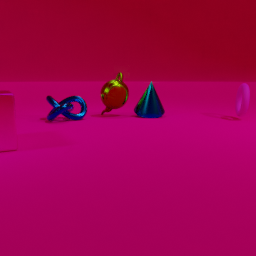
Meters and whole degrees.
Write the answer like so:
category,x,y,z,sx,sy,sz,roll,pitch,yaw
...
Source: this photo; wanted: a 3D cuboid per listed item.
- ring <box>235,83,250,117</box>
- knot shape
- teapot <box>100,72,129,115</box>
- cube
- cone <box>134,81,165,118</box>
category,x,y,z,sx,sy,sz,roll,pitch,yaw
ring,4.206,-1.017,10.309,0.250,1.248,1.248,5,11,9
knot shape,-2.348,-0.688,10.040,1.566,0.724,1.466,11,24,11
teapot,-0.609,-1.303,11.083,1.174,1.887,0.924,17,10,-31
cube,-3.169,-0.169,6.145,1.230,1.230,1.230,-5,12,-27
cone,0.861,-1.217,10.803,1.249,1.253,1.249,1,32,-1
